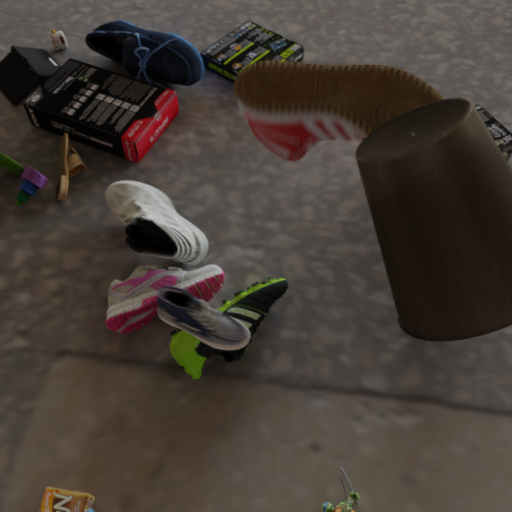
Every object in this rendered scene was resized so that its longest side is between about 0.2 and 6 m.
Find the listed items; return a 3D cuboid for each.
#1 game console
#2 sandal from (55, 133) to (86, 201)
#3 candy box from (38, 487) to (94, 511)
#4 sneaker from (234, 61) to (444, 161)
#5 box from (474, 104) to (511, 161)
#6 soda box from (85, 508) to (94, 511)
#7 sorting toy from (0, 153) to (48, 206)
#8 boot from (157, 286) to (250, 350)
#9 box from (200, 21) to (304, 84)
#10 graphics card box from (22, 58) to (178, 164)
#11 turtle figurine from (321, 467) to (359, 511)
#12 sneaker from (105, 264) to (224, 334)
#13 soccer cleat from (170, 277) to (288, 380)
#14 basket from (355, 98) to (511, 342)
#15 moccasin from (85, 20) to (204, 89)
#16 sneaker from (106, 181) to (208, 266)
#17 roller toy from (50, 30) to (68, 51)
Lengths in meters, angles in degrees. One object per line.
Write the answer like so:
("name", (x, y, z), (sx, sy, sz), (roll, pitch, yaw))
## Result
("game console", (-5.365, -4.266, 13.325), (1.299, 0.860, 1.477), (-13, 50, -46))
("sandal", (-3.757, -1.763, 11.452), (0.513, 0.571, 1.559), (12, 57, -30))
("candy box", (-2.681, 3.762, 7.566), (0.635, 0.304, 1.100), (7, 55, 5))
("sneaker", (1.462, -2.406, 9.897), (3.541, 1.991, 1.261), (12, 82, 7))
("box", (4.344, -2.316, 11.627), (1.532, 0.660, 1.254), (-24, 58, -16))
("soda box", (-1.766, 3.671, 6.205), (0.896, 2.619, 0.833), (-32, 63, -23))
("sorting toy", (-5.376, -1.698, 11.262), (2.640, 0.915, 0.909), (27, 82, 20))
("boot", (-0.793, 0.933, 8.326), (1.498, 0.677, 0.545), (18, 63, 3))
("box", (-0.091, -4.834, 13.554), (1.802, 0.443, 1.866), (35, 61, 19))
("graphics card box", (-3.346, -3.212, 12.222), (2.847, 0.724, 1.786), (21, 58, 13))
("turtle figurine", (1.369, 3.416, 7.635), (0.825, 0.613, 0.851), (25, 62, 12))
("sneaker", (-1.598, 0.498, 9.528), (2.121, 0.863, 0.935), (-17, 59, -12))
("soccer cleat", (-0.322, 1.153, 9.221), (2.347, 0.792, 0.951), (-30, 88, -27))
("basket", (2.872, -0.598, 8.349), (2.716, 3.012, 2.049), (-24, 24, 15))
("moccasin", (-2.639, -4.511, 12.915), (3.265, 1.314, 1.113), (26, 44, 32))
("sneaker", (-2.034, -0.724, 9.945), (2.402, 1.382, 0.906), (35, 98, 21))
("roller toy", (-4.907, -5.333, 13.895), (0.322, 0.461, 0.421), (-25, 71, -16))
